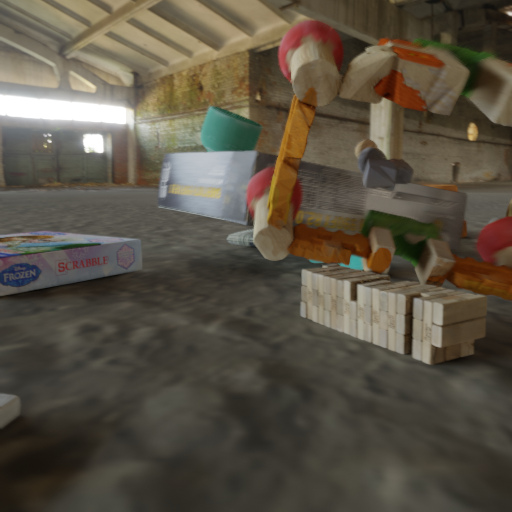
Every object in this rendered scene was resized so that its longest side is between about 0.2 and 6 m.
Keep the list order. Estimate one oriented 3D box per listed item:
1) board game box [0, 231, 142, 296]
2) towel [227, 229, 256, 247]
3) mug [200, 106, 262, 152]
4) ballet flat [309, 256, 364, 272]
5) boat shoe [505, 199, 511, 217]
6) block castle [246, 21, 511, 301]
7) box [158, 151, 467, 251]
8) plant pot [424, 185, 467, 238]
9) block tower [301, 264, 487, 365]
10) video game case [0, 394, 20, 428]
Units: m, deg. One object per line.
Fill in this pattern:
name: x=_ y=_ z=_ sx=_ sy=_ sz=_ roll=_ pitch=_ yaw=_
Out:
board game box: x=-3.269 y=0.030 z=7.833 sx=2.354 sy=0.484 sz=2.348 roll=6 pitch=10 yaw=34
towel: x=0.683 y=-0.374 z=11.138 sx=1.812 sy=0.325 sz=1.882 roll=6 pitch=9 yaw=35
mug: x=-0.453 y=-2.164 z=10.175 sx=1.017 sy=0.765 sz=1.237 roll=26 pitch=17 yaw=14
ballet flat: x=1.340 y=-0.015 z=8.229 sx=0.495 sy=0.492 sz=1.446 roll=1 pitch=7 yaw=-29
boat shoe: x=5.261 y=-0.510 z=9.963 sx=1.030 sy=1.032 sz=2.860 roll=6 pitch=4 yaw=42
block castle: x=1.665 y=-0.927 z=5.631 sx=3.320 sy=2.218 sz=1.557 roll=11 pitch=32 yaw=-4
box: x=0.853 y=-0.911 z=9.374 sx=4.088 sy=0.988 sz=3.238 roll=5 pitch=6 yaw=-32
plant pot: x=4.018 y=-1.059 z=13.012 sx=1.683 sy=1.178 sz=1.683 roll=-1 pitch=8 yaw=0
block tower: x=1.061 y=0.448 z=4.889 sx=0.528 sy=0.493 sz=1.825 roll=-5 pitch=9 yaw=-29
video game case: x=-2.083 y=0.932 z=2.796 sx=1.272 sy=0.151 sz=1.157 roll=2 pitch=9 yaw=8
